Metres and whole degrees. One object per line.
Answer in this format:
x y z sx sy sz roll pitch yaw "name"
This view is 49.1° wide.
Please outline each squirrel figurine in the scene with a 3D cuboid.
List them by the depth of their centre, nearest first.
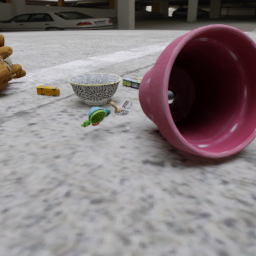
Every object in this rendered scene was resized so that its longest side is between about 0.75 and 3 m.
-5.723 -2.145 11.132 2.903 2.055 2.710 -19 36 -7 "squirrel figurine"

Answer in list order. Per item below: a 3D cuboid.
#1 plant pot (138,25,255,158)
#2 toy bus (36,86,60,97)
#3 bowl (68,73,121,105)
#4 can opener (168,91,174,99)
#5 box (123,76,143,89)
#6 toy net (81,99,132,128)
1.509 -0.840 6.878 2.764 2.764 2.474 -9 9 -20 "plant pot"
-3.097 -1.452 10.947 0.975 0.317 0.382 5 23 14 "toy bus"
-1.169 -1.347 9.983 1.856 0.871 1.856 1 23 0 "bowl"
2.130 -1.677 11.289 2.796 0.746 0.935 -21 63 -41 "can opener"
0.657 -1.888 11.996 1.653 0.287 0.910 21 31 40 "box"
-0.469 -0.347 7.628 1.612 0.846 0.311 -15 55 -39 "toy net"
